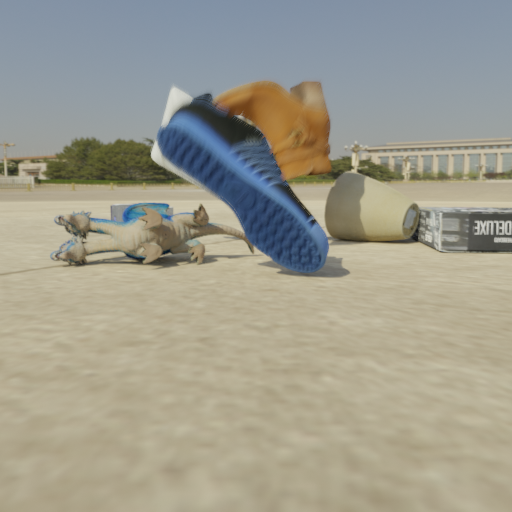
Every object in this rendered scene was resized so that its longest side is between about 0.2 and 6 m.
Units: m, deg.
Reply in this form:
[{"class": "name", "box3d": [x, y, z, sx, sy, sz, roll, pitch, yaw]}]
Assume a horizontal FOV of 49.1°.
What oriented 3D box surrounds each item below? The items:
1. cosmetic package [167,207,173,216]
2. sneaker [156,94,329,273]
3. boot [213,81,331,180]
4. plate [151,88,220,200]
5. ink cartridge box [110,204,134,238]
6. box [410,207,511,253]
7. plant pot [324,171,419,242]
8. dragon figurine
[{"class": "cosmetic package", "box3d": [-3.145, -1.168, 16.752, 0.801, 0.631, 1.488, 4, 9, 19]}, {"class": "sneaker", "box3d": [0.024, -0.988, 7.286, 0.958, 2.732, 1.064, -32, 20, 45]}, {"class": "boot", "box3d": [0.351, -2.206, 10.131, 2.204, 1.711, 0.845, -9, 3, -26]}, {"class": "plate", "box3d": [-1.063, -1.987, 10.761, 1.899, 1.903, 0.308, 30, 50, -3]}, {"class": "ink cartridge box", "box3d": [-3.014, -0.859, 13.536, 0.322, 0.817, 1.644, 4, 7, 30]}, {"class": "box", "box3d": [4.671, -0.598, 11.554, 2.437, 0.769, 3.090, 1, 7, 4]}, {"class": "plant pot", "box3d": [2.608, -0.941, 12.182, 1.667, 1.562, 1.562, 19, 17, 39]}, {"class": "dragon figurine", "box3d": [-1.609, -0.377, 9.073, 3.233, 0.952, 1.608, -8, 11, -41]}]
